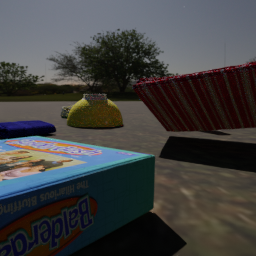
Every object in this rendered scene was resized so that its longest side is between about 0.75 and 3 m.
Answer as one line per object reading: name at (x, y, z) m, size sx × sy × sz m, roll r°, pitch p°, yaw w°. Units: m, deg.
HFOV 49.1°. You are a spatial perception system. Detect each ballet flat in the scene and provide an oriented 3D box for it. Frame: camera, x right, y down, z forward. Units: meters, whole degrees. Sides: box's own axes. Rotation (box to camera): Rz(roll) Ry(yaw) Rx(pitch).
ballet flat at (-2.194, -0.688, 11.782) m, size 1.716 × 0.596 × 0.596 m, roll 4°, pitch 8°, yaw 32°

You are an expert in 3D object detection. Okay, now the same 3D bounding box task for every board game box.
board game box at (-1.111, 0.467, 1.928) m, size 1.685 × 0.498 × 2.215 m, roll 5°, pitch 8°, yaw 39°

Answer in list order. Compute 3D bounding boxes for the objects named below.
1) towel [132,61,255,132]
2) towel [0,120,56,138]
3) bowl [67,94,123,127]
towel at (1.657, -0.495, 5.370) m, size 2.667 × 0.300 × 1.929 m, roll -4°, pitch -31°, yaw 31°
towel at (-2.479, 0.046, 6.724) m, size 0.916 × 0.307 × 1.241 m, roll 15°, pitch 15°, yaw 42°
bowl at (-1.074, -0.610, 9.184) m, size 1.862 × 1.002 × 1.862 m, roll 1°, pitch 7°, yaw 0°
